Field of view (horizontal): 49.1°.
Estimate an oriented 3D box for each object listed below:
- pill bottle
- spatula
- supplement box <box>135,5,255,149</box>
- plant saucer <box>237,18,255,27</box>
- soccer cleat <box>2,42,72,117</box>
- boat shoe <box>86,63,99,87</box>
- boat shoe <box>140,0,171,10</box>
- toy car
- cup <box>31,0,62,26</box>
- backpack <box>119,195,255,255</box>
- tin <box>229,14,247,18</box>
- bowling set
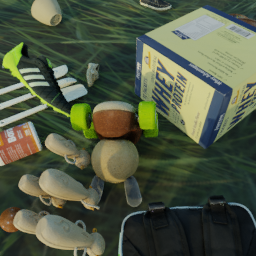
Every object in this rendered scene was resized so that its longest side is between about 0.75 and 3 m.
[{"bbox_3d":[-2.961,0.446,6.987,1.435,0.805,0.805,-23,53,-18],"label":"pill bottle"},{"bbox_3d":[-2.847,-1.078,8.705,2.753,0.221,1.914,-25,55,-20],"label":"spatula"},{"bbox_3d":[2.222,-1.606,7.968,2.954,1.985,2.957,-33,57,-25],"label":"supplement box"},{"bbox_3d":[3.821,-2.947,9.877,2.257,0.413,2.257,-7,61,12],"label":"plant saucer"},{"bbox_3d":[-2.280,-1.306,7.536,2.464,0.832,0.998,42,90,5],"label":"soccer cleat"},{"bbox_3d":[-1.138,-1.764,9.181,0.367,0.408,1.130,-1,44,1],"label":"boat shoe"},{"bbox_3d":[1.223,-5.618,12.454,1.496,0.466,0.558,25,52,18],"label":"boat shoe"},{"bbox_3d":[-0.262,0.653,6.640,1.904,1.829,2.318,-1,77,9],"label":"toy car"},{"bbox_3d":[-3.157,-4.622,11.271,1.161,1.161,0.830,-36,78,-27],"label":"cup"},{"bbox_3d":[1.004,2.692,4.238,2.368,2.009,2.668,-4,50,-2],"label":"backpack"},{"bbox_3d":[4.288,-3.836,10.978,1.113,0.416,1.989,2,49,8],"label":"tin"},{"bbox_3d":[-1.570,1.587,5.849,1.824,1.407,2.621,-34,40,24],"label":"bowling set"}]
